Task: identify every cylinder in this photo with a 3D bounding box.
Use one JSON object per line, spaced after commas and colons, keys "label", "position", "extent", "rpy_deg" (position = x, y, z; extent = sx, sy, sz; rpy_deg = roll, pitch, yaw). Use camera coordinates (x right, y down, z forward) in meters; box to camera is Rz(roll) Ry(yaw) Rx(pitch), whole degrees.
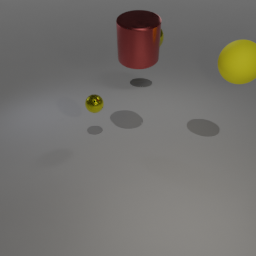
{"label": "cylinder", "position": [0.342, -2.873, 9.117], "extent": [1.400, 1.400, 1.400], "rpy_deg": [-1, 45, 1]}

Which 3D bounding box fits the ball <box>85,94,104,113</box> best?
{"label": "ball", "position": [-1.254, -0.907, 10.468], "extent": [0.700, 0.700, 0.700], "rpy_deg": [0, 30, 0]}

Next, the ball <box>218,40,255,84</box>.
{"label": "ball", "position": [3.621, -2.116, 9.020], "extent": [1.400, 1.400, 1.400], "rpy_deg": [0, 30, 0]}

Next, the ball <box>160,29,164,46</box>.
{"label": "ball", "position": [1.109, -4.602, 14.198], "extent": [1.400, 1.400, 1.400], "rpy_deg": [0, 30, 0]}
